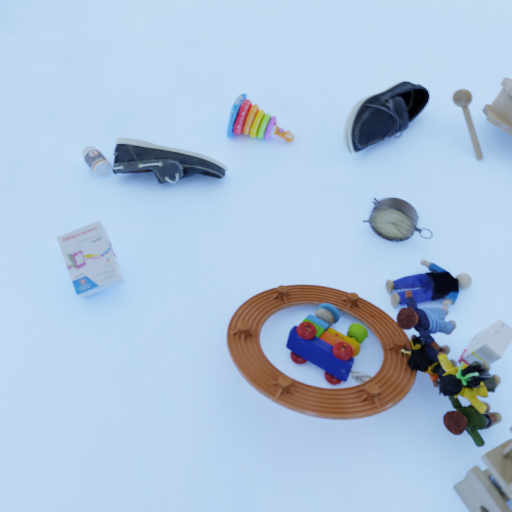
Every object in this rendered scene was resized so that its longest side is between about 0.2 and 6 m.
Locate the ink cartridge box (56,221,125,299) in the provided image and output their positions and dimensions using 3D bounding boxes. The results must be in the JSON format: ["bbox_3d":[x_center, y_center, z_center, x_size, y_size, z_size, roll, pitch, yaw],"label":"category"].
[{"bbox_3d":[-2.711,0.057,9.179,0.760,0.445,1.051,-22,79,-5],"label":"ink cartridge box"}]

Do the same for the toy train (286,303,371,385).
[{"bbox_3d":[1.401,1.405,8.357,1.715,0.726,0.992,28,44,20],"label":"toy train"}]

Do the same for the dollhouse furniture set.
[{"bbox_3d":[3.620,2.667,6.337,1.565,2.221,1.556,-22,55,-16],"label":"dollhouse furniture set"}]

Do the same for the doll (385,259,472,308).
[{"bbox_3d":[2.880,0.471,9.237,1.413,0.342,0.964,-8,53,-6],"label":"doll"}]

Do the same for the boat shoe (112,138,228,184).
[{"bbox_3d":[-1.662,-1.715,10.817,2.228,0.800,0.753,10,87,0],"label":"boat shoe"}]

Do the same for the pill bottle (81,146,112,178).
[{"bbox_3d":[-3.153,-1.867,11.027,0.383,0.383,0.659,-30,58,-21],"label":"pill bottle"}]

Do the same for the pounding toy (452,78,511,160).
[{"bbox_3d":[5.242,-2.605,11.429,2.649,1.520,1.515,38,33,15],"label":"pounding toy"}]

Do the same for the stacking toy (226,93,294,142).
[{"bbox_3d":[0.144,-2.686,11.554,1.403,0.770,0.814,23,52,3],"label":"stacking toy"}]

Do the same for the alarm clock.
[{"bbox_3d":[2.514,-0.596,9.765,1.195,0.806,0.398,27,55,9],"label":"alarm clock"}]

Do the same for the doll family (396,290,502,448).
[{"bbox_3d":[2.616,1.489,7.779,1.285,0.872,2.223,4,40,-42],"label":"doll family"}]

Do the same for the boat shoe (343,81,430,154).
[{"bbox_3d":[2.662,-2.865,11.399,0.788,0.944,2.530,19,46,44],"label":"boat shoe"}]

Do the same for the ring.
[{"bbox_3d":[0.963,1.209,8.151,2.797,0.268,2.797,5,33,-3],"label":"ring"}]

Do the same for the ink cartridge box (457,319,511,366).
[{"bbox_3d":[3.391,1.346,8.258,0.318,0.764,0.554,39,60,10],"label":"ink cartridge box"}]
